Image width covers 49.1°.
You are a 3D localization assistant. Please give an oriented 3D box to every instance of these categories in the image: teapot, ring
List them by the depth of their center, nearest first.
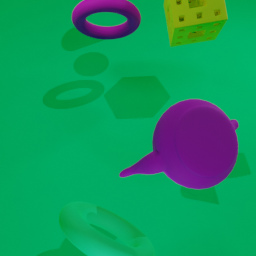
[{"bbox_3d":[0.858,0.278,4.163,2.071,1.014,1.288,-22,87,-21],"label":"teapot"},{"bbox_3d":[-0.342,1.770,4.695,1.746,1.746,0.349,27,88,16],"label":"ring"},{"bbox_3d":[-0.591,-2.994,7.763,1.908,1.908,0.382,-1,82,-1],"label":"ring"}]

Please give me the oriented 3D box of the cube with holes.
[{"bbox_3d":[1.730,-3.118,7.484,1.294,1.294,1.294,-8,85,4],"label":"cube with holes"}]
